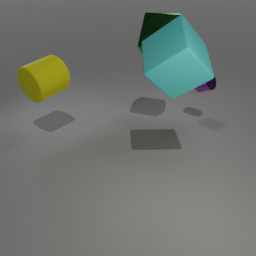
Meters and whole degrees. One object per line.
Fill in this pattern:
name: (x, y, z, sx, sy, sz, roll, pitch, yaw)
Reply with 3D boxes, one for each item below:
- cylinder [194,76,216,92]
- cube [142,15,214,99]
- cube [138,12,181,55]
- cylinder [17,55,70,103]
cylinder: (3.273, -1.916, 11.931, 0.700, 0.700, 0.700, -23, 12, -35)
cube: (1.371, -1.943, 7.908, 1.400, 1.400, 1.400, -27, 48, 32)
cube: (1.324, -3.421, 10.803, 1.400, 1.400, 1.400, 10, -7, 18)
cylinder: (-3.155, -1.863, 10.564, 1.400, 1.400, 1.400, 21, 42, 33)
